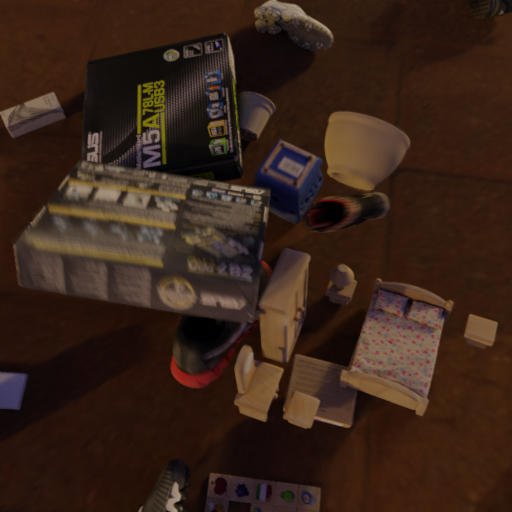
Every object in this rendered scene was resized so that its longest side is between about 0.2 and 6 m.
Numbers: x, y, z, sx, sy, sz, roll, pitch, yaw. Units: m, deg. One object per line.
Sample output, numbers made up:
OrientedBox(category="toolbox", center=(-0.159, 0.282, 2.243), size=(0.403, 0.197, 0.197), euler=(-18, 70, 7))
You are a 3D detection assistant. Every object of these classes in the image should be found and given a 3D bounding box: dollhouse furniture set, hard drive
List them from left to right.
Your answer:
OrientedBox(category="hard drive", center=(-4.497, 2.319, 9.705), size=(0.921, 0.121, 0.607), euler=(4, 65, 1))
OrientedBox(category="dollhouse furniture set", center=(1.859, 1.423, 8.782), size=(3.622, 1.769, 3.089), euler=(16, 54, 16))

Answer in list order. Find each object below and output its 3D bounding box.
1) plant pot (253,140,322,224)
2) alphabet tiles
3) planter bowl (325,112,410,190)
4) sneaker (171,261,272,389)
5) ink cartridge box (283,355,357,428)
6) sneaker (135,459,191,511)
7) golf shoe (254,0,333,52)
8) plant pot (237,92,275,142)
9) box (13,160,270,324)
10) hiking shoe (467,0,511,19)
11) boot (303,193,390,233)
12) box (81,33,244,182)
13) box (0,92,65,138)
OrientedBox(category="plant pot", center=(0.622, -1.511, 10.997), size=(1.154, 1.037, 1.153), euler=(28, 68, 12))
OrientedBox(category="alphabet tiles", center=(0.014, 4.625, 8.645), size=(1.822, 0.082, 2.180), euler=(7, 65, 3))
OrientedBox(category="planter bowl", center=(1.622, -1.572, 8.783), size=(1.307, 1.307, 0.880), euler=(21, 88, 10))
OrientedBox(category="sneaker", center=(-0.507, 0.907, 9.517), size=(0.959, 1.326, 2.714), euler=(24, 55, 20))
OrientedBox(category="ink cartridge box", center=(1.112, 2.298, 9.526), size=(1.166, 0.438, 0.960), euler=(14, 67, 4))
OrientedBox(category="sneaker", center=(-1.928, 4.378, 8.261), size=(1.326, 0.974, 2.930), euler=(18, 68, 5))
OrientedBox(category="golf shoe", center=(0.983, -5.507, 13.071), size=(1.999, 0.783, 0.972), euler=(27, 62, 11))
OrientedBox(category="plant pot", center=(-0.119, -2.890, 11.842), size=(0.856, 0.856, 0.783), euler=(18, 78, 8))
OrientedBox(category="box", center=(-1.646, -0.394, 9.373), size=(3.623, 0.890, 2.920), euler=(9, 34, -1))
OrientedBox(category="hiking shoe", center=(5.758, -6.900, 13.692), size=(1.312, 0.987, 2.607), euler=(-2, 74, -9))
OrientedBox(category="boot", center=(1.336, -0.735, 10.003), size=(1.759, 1.324, 0.644), euler=(-6, 94, 38))
OrientedBox(category="box", center=(-1.960, -2.867, 11.534), size=(3.190, 0.785, 3.303), euler=(-7, 65, 6))
OrientedBox(category="box", center=(-4.800, -3.029, 12.061), size=(1.207, 0.413, 0.496), euler=(-27, 68, -12))
